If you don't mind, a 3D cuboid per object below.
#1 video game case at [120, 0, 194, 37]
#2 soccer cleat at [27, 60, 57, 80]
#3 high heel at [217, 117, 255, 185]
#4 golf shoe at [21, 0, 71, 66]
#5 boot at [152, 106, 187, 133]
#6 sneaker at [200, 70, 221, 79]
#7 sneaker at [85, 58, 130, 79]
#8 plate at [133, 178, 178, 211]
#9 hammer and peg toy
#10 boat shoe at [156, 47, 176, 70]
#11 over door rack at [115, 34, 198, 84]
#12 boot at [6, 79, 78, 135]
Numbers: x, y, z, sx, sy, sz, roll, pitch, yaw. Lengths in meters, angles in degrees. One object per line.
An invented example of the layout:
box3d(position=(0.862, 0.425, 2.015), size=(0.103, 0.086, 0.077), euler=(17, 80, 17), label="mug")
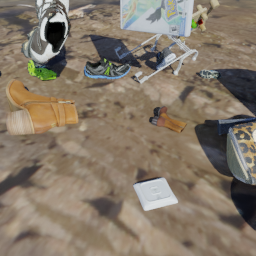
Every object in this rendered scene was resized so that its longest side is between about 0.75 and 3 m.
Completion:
box3d(position=(0.728, -3.792, 7.488), size=(2.192, 2.404, 0.265), euler=(18, 34, 29), label="video game case")
box3d(position=(-3.456, -2.273, 11.145), size=(0.715, 0.596, 1.765), euler=(-1, 26, -42), label="soccer cleat")
box3d(position=(3.415, 0.396, 6.653), size=(2.094, 1.049, 2.938), euler=(-2, 25, 9), label="high heel")
box3d(position=(-1.971, -3.027, 7.776), size=(1.272, 2.693, 1.047), euler=(2, -13, 40), label="golf shoe")
box3d(position=(1.305, -0.272, 8.350), size=(0.942, 0.322, 0.886), euler=(17, 38, 22), label="boot")
box3d(position=(3.260, -2.139, 11.147), size=(0.833, 0.323, 0.359), euler=(11, 23, 4), label="sneaker")
box3d(position=(-0.810, -2.370, 11.018), size=(1.813, 0.751, 0.643), euler=(-1, 36, -1), label="sneaker")
box3d(position=(0.591, 1.391, 6.095), size=(0.775, 0.126, 0.777), euler=(-9, 36, -14), label="plate")
box3d(position=(2.165, -3.333, 8.774), size=(1.463, 0.516, 1.076), euler=(-26, -10, 7), label="hammer and peg toy")
box3d(position=(1.370, -2.745, 10.993), size=(0.628, 0.595, 1.796), euler=(-32, 4, 0), label="boat shoe")
box3d(position=(1.130, -2.911, 11.513), size=(2.769, 0.922, 2.046), euler=(-26, 52, -12), label="over door rack")
box3d(position=(-2.611, -0.727, 8.555), size=(1.953, 0.930, 2.525), euler=(-10, 46, -15), label="boot")
